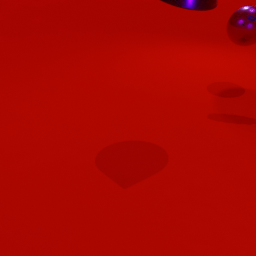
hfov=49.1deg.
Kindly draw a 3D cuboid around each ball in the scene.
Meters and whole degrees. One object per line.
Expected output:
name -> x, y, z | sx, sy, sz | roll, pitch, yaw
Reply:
ball -> 3.713, -3.175, 8.773 | 1.192, 1.192, 1.192 | 0, 32, 0

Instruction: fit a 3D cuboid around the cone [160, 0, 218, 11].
cone -> 1.167, -3.150, 4.945 | 1.512, 1.518, 1.512 | 8, 45, -8
